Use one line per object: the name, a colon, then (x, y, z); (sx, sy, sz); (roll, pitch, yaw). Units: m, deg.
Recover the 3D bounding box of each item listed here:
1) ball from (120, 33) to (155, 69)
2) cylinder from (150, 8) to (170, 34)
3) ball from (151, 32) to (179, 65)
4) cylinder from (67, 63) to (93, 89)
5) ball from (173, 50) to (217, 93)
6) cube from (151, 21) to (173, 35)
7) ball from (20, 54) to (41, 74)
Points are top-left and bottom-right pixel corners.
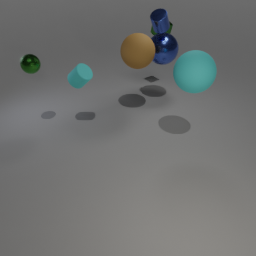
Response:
ball: (0.393, -3.089, 11.278); (1.400, 1.400, 1.400); (0, 32, 0)
cylinder: (1.310, -4.362, 11.436); (0.700, 0.700, 0.700); (-8, 62, 15)
ball: (1.559, -3.552, 12.557); (1.400, 1.400, 1.400); (0, 32, 0)
cylinder: (-1.786, -1.932, 10.440); (0.700, 0.700, 0.700); (-31, 8, 42)
ball: (2.204, -1.853, 9.280); (1.400, 1.400, 1.400); (0, 32, 0)
cube: (1.606, -4.774, 13.425); (0.700, 0.700, 0.700); (-30, 67, -22)
ball: (-3.481, -2.285, 9.995); (0.700, 0.700, 0.700); (0, 32, 0)
